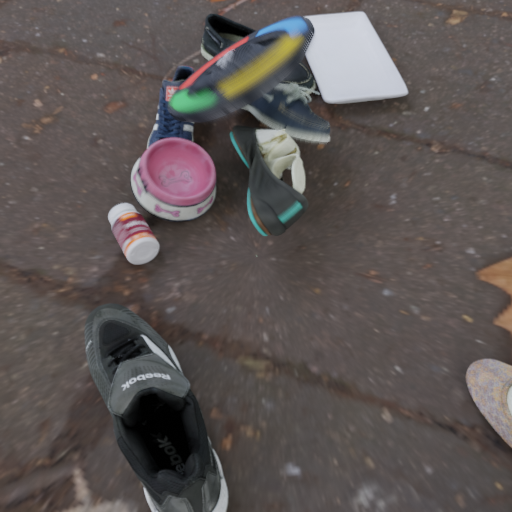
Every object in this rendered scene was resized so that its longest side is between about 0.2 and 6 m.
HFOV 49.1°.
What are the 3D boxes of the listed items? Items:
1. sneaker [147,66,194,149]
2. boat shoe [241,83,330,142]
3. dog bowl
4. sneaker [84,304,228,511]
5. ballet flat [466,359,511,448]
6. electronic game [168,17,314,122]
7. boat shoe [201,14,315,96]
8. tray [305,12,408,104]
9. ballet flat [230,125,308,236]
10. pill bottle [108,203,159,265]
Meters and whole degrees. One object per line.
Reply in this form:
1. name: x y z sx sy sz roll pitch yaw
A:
1. sneaker: -1.518 -2.617 10.253 0.859 0.969 2.293 4 52 3
2. boat shoe: 0.466 -2.774 10.134 0.972 0.803 2.595 4 27 -37
3. dog bowl: -1.302 -1.303 9.177 1.444 0.532 1.444 8 63 -16
4. sneaker: -1.271 1.577 6.566 1.067 1.453 3.212 -22 54 -18
5. ballet flat: 3.643 2.173 6.395 0.989 0.977 2.907 -25 55 -19
6. electronic game: -0.286 -3.062 9.129 2.698 0.561 2.698 -25 32 17
7. boat shoe: 0.001 -4.220 11.540 1.084 0.961 2.900 -37 60 -26
8. tray: 1.891 -4.189 11.912 1.725 0.356 3.212 -7 51 -6
9. ballet flat: 0.275 -1.382 8.908 0.961 0.955 2.809 -31 42 15
10. pill bottle: -1.924 -0.360 8.709 0.531 0.531 0.931 -24 56 -18
